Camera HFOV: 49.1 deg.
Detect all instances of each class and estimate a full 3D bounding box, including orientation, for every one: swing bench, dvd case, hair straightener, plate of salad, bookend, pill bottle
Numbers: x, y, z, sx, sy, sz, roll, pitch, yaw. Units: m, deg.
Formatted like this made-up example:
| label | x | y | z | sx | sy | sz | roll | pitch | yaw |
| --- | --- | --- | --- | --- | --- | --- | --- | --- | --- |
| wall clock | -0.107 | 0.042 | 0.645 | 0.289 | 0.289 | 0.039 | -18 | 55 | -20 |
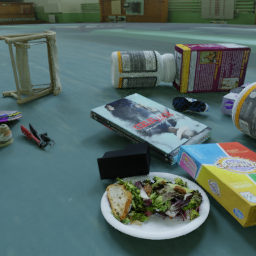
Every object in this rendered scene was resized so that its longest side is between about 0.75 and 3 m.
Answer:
| label | x | y | z | sx | sy | sz | roll | pitch | yaw |
| --- | --- | --- | --- | --- | --- | --- | --- | --- | --- |
| swing bench | -3.617 | -2.403 | 10.794 | 2.343 | 2.330 | 1.520 | -22 | 33 | -38 |
| dvd case | 0.643 | -0.137 | 7.822 | 2.831 | 0.312 | 2.067 | 31 | 37 | 31 |
| hair straightener | -2.394 | 0.181 | 7.636 | 0.538 | 0.286 | 1.398 | -21 | 32 | -38 |
| plate of salad | 0.473 | 1.226 | 5.057 | 1.936 | 0.465 | 1.936 | -3 | 21 | 1 |
| bookend | -0.050 | 0.697 | 6.246 | 1.045 | 0.481 | 1.038 | -8 | 11 | 7 |
| pill bottle | 4.001 | -0.127 | 6.878 | 1.500 | 1.500 | 2.578 | -12 | 28 | -24 |
| pill bottle | 0.616 | -2.524 | 12.027 | 2.618 | 1.523 | 1.523 | -3 | 25 | -8 |

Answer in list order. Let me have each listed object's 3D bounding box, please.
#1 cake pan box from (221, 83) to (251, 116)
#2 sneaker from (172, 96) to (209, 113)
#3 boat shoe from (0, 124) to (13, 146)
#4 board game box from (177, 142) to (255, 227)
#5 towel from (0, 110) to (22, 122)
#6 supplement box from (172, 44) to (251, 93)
| label | x | y | z | sx | sy | sz | roll | pitch | yaw |
| --- | --- | --- | --- | --- | --- | --- | --- | --- | --- |
| cake pan box | 4.682 | -0.800 | 9.347 | 2.540 | 0.664 | 2.339 | 20 | 29 | 37 |
| sneaker | 2.118 | -0.743 | 9.541 | 1.362 | 0.516 | 0.525 | 21 | 9 | 40 |
| boat shoe | -3.866 | 0.148 | 7.409 | 1.560 | 0.534 | 0.583 | -1 | 25 | -3 |
| board game box | 2.217 | 0.954 | 5.543 | 1.638 | 0.432 | 2.140 | -2 | 23 | -23 |
| towel | -4.265 | -0.310 | 7.895 | 1.758 | 0.279 | 2.448 | 1 | 6 | 2 |
| supplement box | 3.396 | -2.552 | 11.728 | 2.755 | 1.804 | 1.422 | -2 | 25 | -7 |
